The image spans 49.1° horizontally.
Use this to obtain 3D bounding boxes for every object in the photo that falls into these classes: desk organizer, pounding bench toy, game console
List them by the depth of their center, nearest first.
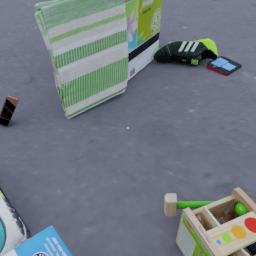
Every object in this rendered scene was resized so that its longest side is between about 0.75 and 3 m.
[{"bbox_3d":[1.463,1.558,4.606,1.226,0.977,1.572,-16,42,-19],"label":"pounding bench toy"},{"bbox_3d":[-3.055,-0.425,7.121,0.297,0.828,0.319,20,40,-24],"label":"desk organizer"},{"bbox_3d":[3.367,-2.207,9.849,1.023,0.159,0.905,-31,48,-31],"label":"game console"}]

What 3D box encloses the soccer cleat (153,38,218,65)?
[{"bbox_3d":[2.051,-2.602,9.866,2.261,0.764,0.917,-11,60,-3],"label":"soccer cleat"}]

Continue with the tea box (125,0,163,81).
[{"bbox_3d":[-0.396,-3.282,9.001,1.954,2.877,2.925,21,44,23],"label":"tea box"}]

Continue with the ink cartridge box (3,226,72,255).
[{"bbox_3d":[-1.489,2.707,3.104,2.580,1.087,1.866,-27,47,-29],"label":"ink cartridge box"}]

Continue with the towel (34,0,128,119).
[{"bbox_3d":[-0.946,-1.837,7.087,2.257,2.959,0.346,-29,46,-25],"label":"towel"}]

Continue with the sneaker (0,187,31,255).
[{"bbox_3d":[-2.739,1.335,4.970,0.993,0.967,2.494,-35,51,-24],"label":"sneaker"}]
